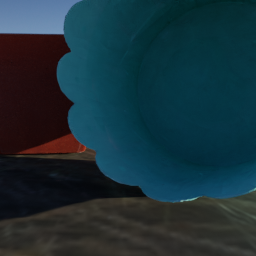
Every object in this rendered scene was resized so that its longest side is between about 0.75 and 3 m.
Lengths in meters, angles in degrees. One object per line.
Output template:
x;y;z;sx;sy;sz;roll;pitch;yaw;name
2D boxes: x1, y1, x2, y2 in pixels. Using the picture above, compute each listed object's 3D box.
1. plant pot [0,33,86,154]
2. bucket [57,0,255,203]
-1.545;-0.609;5.363;2.215;1.952;2.213;-1;9;-5;plant pot
0.893;-0.692;3.255;2.924;2.924;1.902;4;-1;25;bucket
